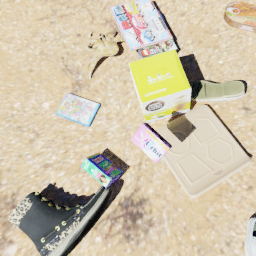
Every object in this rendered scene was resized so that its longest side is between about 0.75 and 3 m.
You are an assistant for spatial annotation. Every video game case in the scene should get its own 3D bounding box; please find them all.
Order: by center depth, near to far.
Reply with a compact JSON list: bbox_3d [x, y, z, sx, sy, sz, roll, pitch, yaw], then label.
[{"bbox_3d":[-1.964,-0.728,11.003,1.445,0.129,1.034,20,67,9],"label":"video game case"}]

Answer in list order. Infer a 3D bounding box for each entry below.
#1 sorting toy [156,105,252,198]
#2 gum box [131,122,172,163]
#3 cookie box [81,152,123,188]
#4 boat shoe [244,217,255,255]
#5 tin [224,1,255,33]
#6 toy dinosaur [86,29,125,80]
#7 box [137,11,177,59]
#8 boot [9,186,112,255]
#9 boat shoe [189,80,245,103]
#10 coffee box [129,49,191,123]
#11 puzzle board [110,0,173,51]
[{"bbox_3d":[2.540,0.757,10.180,2.647,0.522,2.860,-28,65,-12],"label":"sorting toy"},{"bbox_3d":[0.646,0.395,7.957,1.065,0.352,0.604,43,112,10],"label":"gum box"},{"bbox_3d":[-0.876,1.407,9.569,1.148,0.982,0.431,36,109,14],"label":"cookie box"},{"bbox_3d":[4.042,3.540,8.893,0.494,0.505,1.417,10,66,5],"label":"boat shoe"},{"bbox_3d":[5.541,-5.017,12.752,2.339,0.490,1.310,18,63,8],"label":"tin"},{"bbox_3d":[-1.122,-3.392,11.844,1.368,0.788,2.706,37,71,14],"label":"toy dinosaur"},{"bbox_3d":[1.009,-4.031,12.308,1.567,0.432,2.294,-16,67,-7],"label":"box"},{"bbox_3d":[-2.153,2.578,9.045,2.201,1.052,2.914,35,69,17],"label":"boot"},{"bbox_3d":[3.285,-1.327,10.903,2.309,0.790,0.863,5,72,25],"label":"boat shoe"},{"bbox_3d":[1.182,-1.486,10.319,1.763,1.746,1.766,-17,66,3],"label":"coffee box"},{"bbox_3d":[0.535,-4.619,12.197,1.956,0.226,2.595,-19,68,-9],"label":"puzzle board"}]
